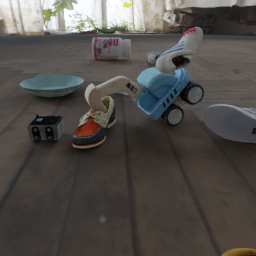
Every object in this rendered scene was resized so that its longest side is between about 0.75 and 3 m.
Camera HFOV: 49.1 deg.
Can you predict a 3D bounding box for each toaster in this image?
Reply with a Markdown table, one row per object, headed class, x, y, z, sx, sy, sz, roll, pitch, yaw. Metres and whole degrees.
| class | x | y | z | sx | sy | sz | roll | pitch | yaw |
| --- | --- | --- | --- | --- | --- | --- | --- | --- | --- |
| toaster | -2.252 | -0.015 | 7.756 | 0.800 | 0.525 | 0.885 | 0 | 23 | 1 |

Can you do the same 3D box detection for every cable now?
| class | x | y | z | sx | sy | sz | roll | pitch | yaw |
| --- | --- | --- | --- | --- | --- | --- | --- | --- | --- |
| cable | 2.061 | -4.629 | 18.625 | 1.517 | 0.525 | 1.517 | -5 | 36 | -18 |

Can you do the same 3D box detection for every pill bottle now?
| class | x | y | z | sx | sy | sz | roll | pitch | yaw |
| --- | --- | --- | --- | --- | --- | --- | --- | --- | --- |
| pill bottle | -1.164 | -5.753 | 20.272 | 2.683 | 1.521 | 1.521 | 1 | 23 | 2 |

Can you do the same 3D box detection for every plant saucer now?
| class | x | y | z | sx | sy | sz | roll | pitch | yaw |
| --- | --- | --- | --- | --- | --- | --- | --- | --- | --- |
| plant saucer | -3.204 | -1.754 | 11.982 | 2.641 | 0.508 | 2.641 | 0 | 22 | 0 |

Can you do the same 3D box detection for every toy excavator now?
| class | x | y | z | sx | sy | sz | roll | pitch | yaw |
| --- | --- | --- | --- | --- | --- | --- | --- | --- | --- |
| toy excavator | 0.451 | -1.103 | 8.408 | 2.721 | 2.646 | 1.359 | 38 | 6 | -28 |

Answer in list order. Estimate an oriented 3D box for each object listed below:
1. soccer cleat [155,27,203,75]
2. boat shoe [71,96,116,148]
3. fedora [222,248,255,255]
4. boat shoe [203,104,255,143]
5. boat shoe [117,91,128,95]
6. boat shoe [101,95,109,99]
| class | x | y | z | sx | sy | sz | roll | pitch | yaw |
| --- | --- | --- | --- | --- | --- | --- | --- | --- | --- |
| soccer cleat | 1.478 | -1.915 | 7.126 | 1.785 | 0.623 | 0.771 | -42 | 49 | -19 |
| boat shoe | -0.909 | -0.197 | 7.894 | 0.871 | 0.765 | 2.447 | 8 | 25 | 14 |
| fedora | 1.533 | 1.894 | 3.263 | 1.079 | 0.440 | 1.079 | 4 | 17 | -1 |
| boat shoe | 3.351 | -0.064 | 7.586 | 2.554 | 0.940 | 0.835 | 21 | 24 | 21 |
| boat shoe | -0.302 | -1.797 | 12.028 | 1.661 | 0.543 | 0.611 | 14 | 26 | 30 |
| boat shoe | -1.025 | -1.226 | 10.923 | 0.342 | 0.380 | 1.056 | -9 | 26 | -37 |
